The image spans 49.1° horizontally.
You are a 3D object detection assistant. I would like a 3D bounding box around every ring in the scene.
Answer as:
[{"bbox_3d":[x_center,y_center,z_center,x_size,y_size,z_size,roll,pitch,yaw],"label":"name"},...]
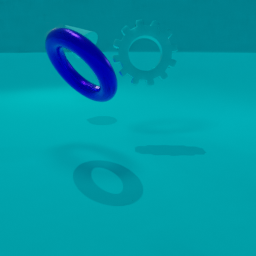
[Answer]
[{"bbox_3d":[-0.853,-1.098,5.103,1.589,1.589,0.318,16,59,44],"label":"ring"}]

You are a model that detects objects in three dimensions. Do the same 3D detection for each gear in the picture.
[{"bbox_3d":[0.389,-1.710,6.478,1.472,1.472,0.272,0,7,-1],"label":"gear"}]

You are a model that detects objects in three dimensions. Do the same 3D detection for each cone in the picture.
[{"bbox_3d":[-1.700,-2.989,9.031,1.029,1.026,1.026,46,32,11],"label":"cone"}]
